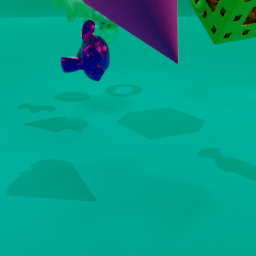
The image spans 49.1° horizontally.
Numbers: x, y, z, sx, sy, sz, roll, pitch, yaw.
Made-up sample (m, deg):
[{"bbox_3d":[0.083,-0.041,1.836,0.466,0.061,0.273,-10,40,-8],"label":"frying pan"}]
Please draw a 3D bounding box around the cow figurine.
[{"bbox_3d":[-1.399,-3.139,7.075,1.020,0.560,1.004,-6,60,-14],"label":"cow figurine"}]

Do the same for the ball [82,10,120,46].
[{"bbox_3d":[-0.811,-3.002,8.408,1.114,1.114,1.114,0,24,0],"label":"ball"}]

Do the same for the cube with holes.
[{"bbox_3d":[2.388,-2.863,5.916,1.384,1.384,1.384,-13,66,-14],"label":"cube with holes"}]

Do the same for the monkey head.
[{"bbox_3d":[-0.636,-1.071,4.282,0.727,1.010,0.609,-4,39,-1],"label":"monkey head"}]

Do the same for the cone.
[{"bbox_3d":[0.287,-1.335,3.351,1.305,1.310,1.305,-27,-5,-3],"label":"cone"}]
